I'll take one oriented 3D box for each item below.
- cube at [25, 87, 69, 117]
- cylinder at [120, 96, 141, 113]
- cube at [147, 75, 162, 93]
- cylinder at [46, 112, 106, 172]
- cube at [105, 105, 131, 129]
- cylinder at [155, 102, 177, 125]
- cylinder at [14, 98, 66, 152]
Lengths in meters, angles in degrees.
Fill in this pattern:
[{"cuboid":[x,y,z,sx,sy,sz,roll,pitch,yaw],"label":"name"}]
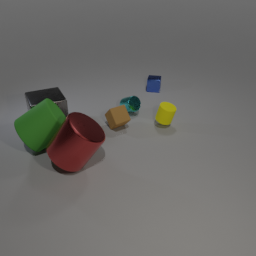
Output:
[{"cuboid":[-3.274,-0.683,11.401,1.400,1.400,1.400,-14,34,-22],"label":"cube"},{"cuboid":[0.098,-1.052,12.503,0.700,0.700,0.700,-23,12,-34],"label":"cylinder"},{"cuboid":[1.388,-2.357,14.916,0.700,0.700,0.700,6,31,8],"label":"cube"},{"cuboid":[-1.667,0.445,8.993,1.400,1.400,1.400,33,24,-17],"label":"cylinder"},{"cuboid":[-0.426,-0.441,11.419,0.700,0.700,0.700,-19,-9,-27],"label":"cube"},{"cuboid":[1.544,-0.598,11.459,0.700,0.700,0.700,11,36,-8],"label":"cylinder"},{"cuboid":[-3.012,-0.099,9.949,1.400,1.400,1.400,-34,34,3],"label":"cylinder"}]
